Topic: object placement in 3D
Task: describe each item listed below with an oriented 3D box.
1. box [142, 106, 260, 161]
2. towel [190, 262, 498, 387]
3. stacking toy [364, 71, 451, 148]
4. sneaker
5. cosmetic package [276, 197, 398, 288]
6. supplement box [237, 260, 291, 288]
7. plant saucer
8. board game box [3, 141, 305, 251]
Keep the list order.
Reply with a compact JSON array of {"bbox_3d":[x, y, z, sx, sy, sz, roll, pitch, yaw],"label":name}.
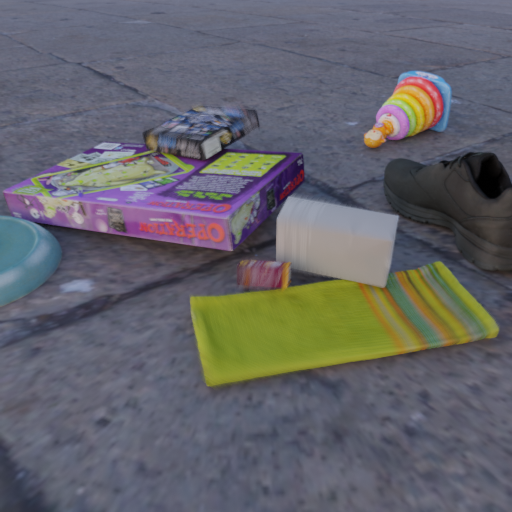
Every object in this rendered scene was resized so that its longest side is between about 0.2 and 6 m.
[{"bbox_3d":[-1.114,-2.554,11.377,1.723,0.428,1.710,17,40,36],"label":"box"},{"bbox_3d":[1.152,0.840,7.785,3.989,0.360,1.717,-7,30,-11],"label":"towel"},{"bbox_3d":[3.575,-3.450,14.096,1.540,1.456,2.654,30,55,35],"label":"stacking toy"},{"bbox_3d":[3.602,-1.201,9.935,1.361,1.627,3.585,-17,35,-21],"label":"sneaker"},{"bbox_3d":[1.204,-0.223,8.465,1.735,0.927,0.782,11,39,12],"label":"cosmetic package"},{"bbox_3d":[0.123,0.257,8.260,0.745,0.319,0.411,3,9,11],"label":"supplement box"},{"bbox_3d":[-4.678,0.028,9.126,2.854,0.391,2.854,0,33,0],"label":"plant saucer"},{"bbox_3d":[-1.880,-1.303,10.477,4.876,0.788,2.927,9,29,27],"label":"board game box"}]
